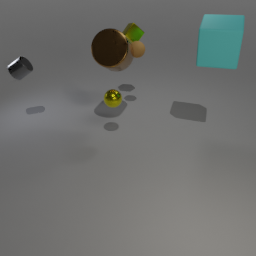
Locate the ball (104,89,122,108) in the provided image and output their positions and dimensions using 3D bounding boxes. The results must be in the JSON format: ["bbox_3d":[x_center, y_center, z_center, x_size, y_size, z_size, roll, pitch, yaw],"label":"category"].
[{"bbox_3d":[-0.570,-1.116,10.581,0.700,0.700,0.700,0,30,0],"label":"ball"}]

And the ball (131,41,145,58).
[{"bbox_3d":[0.390,-3.363,11.999,0.700,0.700,0.700,0,30,0],"label":"ball"}]

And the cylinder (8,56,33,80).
[{"bbox_3d":[-4.307,-2.390,11.231,0.700,0.700,0.700,-31,27,15],"label":"cylinder"}]

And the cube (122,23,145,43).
[{"bbox_3d":[0.201,-4.335,12.911,0.700,0.700,0.700,34,3,-26],"label":"cube"}]

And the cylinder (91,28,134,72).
[{"bbox_3d":[-0.560,-2.953,10.786,1.400,1.400,1.400,6,6,9],"label":"cylinder"}]

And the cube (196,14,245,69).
[{"bbox_3d":[3.268,-3.080,9.948,1.400,1.400,1.400,9,43,17],"label":"cube"}]
